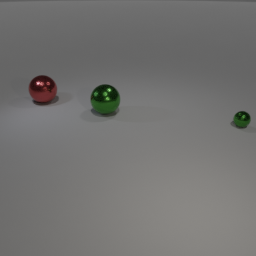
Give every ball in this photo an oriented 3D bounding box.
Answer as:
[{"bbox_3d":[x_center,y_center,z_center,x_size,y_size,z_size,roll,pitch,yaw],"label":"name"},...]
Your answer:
[{"bbox_3d":[-1.048,-1.328,12.991,1.400,1.400,1.400,0,28,0],"label":"ball"},{"bbox_3d":[4.864,-0.379,11.943,0.700,0.700,0.700,0,28,0],"label":"ball"},{"bbox_3d":[-4.297,-1.965,14.171,1.400,1.400,1.400,0,28,0],"label":"ball"}]
